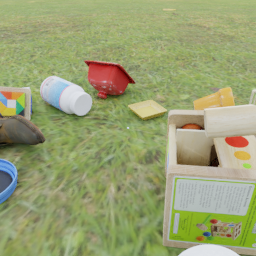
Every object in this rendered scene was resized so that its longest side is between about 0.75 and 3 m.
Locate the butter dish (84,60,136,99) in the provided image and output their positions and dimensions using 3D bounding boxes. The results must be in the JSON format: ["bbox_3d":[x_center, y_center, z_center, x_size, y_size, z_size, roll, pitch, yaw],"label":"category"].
[{"bbox_3d":[-0.767,-1.624,10.112,1.593,1.177,1.588,14,-11,26],"label":"butter dish"}]

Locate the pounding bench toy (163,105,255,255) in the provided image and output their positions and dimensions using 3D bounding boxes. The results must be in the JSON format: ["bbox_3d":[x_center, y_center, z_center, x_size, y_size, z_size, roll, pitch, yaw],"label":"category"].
[{"bbox_3d":[1.555,0.394,4.960,1.718,2.766,2.158,3,33,7],"label":"pounding bench toy"}]

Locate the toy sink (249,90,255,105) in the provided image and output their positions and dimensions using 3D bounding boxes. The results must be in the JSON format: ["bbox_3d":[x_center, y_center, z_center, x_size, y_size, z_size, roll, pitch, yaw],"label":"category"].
[{"bbox_3d":[4.441,-0.930,9.312,0.562,0.654,1.004,-13,34,-19],"label":"toy sink"}]

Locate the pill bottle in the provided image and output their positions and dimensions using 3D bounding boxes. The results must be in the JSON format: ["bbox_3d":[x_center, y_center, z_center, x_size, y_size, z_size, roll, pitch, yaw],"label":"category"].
[{"bbox_3d":[-2.019,-1.030,9.186,1.763,0.958,0.958,27,40,36],"label":"pill bottle"}]

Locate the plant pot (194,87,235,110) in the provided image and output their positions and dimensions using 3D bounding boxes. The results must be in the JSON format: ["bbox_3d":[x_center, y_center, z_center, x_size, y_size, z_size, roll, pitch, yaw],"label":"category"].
[{"bbox_3d":[2.546,-0.515,8.281,1.089,1.189,1.189,-9,28,17],"label":"plant pot"}]

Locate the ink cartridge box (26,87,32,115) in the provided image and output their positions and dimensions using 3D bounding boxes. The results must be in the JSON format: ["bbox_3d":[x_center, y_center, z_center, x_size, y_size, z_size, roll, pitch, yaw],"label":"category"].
[{"bbox_3d":[-4.485,-0.758,9.107,2.531,0.560,1.190,-8,31,-13],"label":"ink cartridge box"}]

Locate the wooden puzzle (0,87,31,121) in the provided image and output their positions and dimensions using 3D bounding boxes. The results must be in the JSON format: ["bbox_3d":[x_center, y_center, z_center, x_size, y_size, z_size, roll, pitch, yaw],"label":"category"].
[{"bbox_3d":[-3.536,-0.717,8.476,1.117,1.033,0.208,1,2,-17],"label":"wooden puzzle"}]

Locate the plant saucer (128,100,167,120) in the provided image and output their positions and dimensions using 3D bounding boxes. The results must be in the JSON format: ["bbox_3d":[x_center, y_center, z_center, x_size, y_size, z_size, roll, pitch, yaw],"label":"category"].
[{"bbox_3d":[0.625,-0.557,9.102,0.951,0.231,0.951,-17,35,-24],"label":"plant saucer"}]

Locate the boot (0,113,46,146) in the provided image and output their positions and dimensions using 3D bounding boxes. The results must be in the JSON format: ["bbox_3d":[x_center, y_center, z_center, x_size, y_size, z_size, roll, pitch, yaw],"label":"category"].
[{"bbox_3d":[-3.302,0.288,7.219,2.511,0.938,1.217,10,42,34],"label":"boot"}]

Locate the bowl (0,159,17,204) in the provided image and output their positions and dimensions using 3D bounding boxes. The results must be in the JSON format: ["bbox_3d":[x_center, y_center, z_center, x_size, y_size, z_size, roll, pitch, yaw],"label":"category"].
[{"bbox_3d":[-3.174,1.229,6.047,1.524,0.299,1.524,0,31,0],"label":"bowl"}]

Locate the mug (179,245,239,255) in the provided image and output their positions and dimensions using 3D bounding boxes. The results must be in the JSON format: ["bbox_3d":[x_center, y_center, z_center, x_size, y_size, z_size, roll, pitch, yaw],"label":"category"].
[{"bbox_3d":[1.199,2.458,3.037,2.123,1.567,1.861,32,24,-4],"label":"mug"}]
